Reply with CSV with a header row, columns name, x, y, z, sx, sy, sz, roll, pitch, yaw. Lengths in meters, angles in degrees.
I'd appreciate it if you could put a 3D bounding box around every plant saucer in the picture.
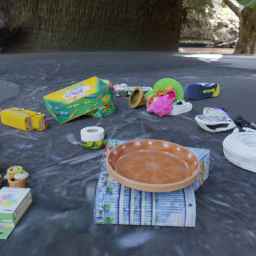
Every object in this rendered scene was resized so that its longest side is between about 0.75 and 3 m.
name,x,y,z,sx,sy,sz,roll,pitch,yaw
plant saucer,0.549,0.829,6.334,2.087,0.337,2.087,2,23,-1

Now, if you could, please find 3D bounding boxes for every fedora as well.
name,x,y,z,sx,sy,sz,roll,pitch,yaw
fedora,0.548,-1.542,14.581,0.531,1.303,1.303,18,11,-26

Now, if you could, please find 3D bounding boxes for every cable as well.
name,x,y,z,sx,sy,sz,roll,pitch,yaw
cable,3.976,0.710,8.704,2.004,0.694,2.004,20,28,40

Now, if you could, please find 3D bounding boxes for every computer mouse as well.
name,x,y,z,sx,sy,sz,roll,pitch,yaw
computer mouse,3.840,-0.141,11.380,2.463,0.540,1.351,1,24,-13

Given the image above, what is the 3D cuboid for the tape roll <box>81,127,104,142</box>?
name,x,y,z,sx,sy,sz,roll,pitch,yaw
tape roll,-1.334,0.232,10.585,0.876,0.306,0.876,0,19,0

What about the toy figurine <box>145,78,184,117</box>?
name,x,y,z,sx,sy,sz,roll,pitch,yaw
toy figurine,1.515,-1.270,13.610,2.117,1.589,1.949,-15,22,27

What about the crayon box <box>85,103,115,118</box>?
name,x,y,z,sx,sy,sz,roll,pitch,yaw
crayon box,-1.620,-0.981,13.670,1.717,0.500,1.020,13,24,33

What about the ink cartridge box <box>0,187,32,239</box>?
name,x,y,z,sx,sy,sz,roll,pitch,yaw
ink cartridge box,-2.678,1.799,6.096,0.679,0.388,1.308,2,20,4

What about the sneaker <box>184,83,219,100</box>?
name,x,y,z,sx,sy,sz,roll,pitch,yaw
sneaker,4.192,-2.217,16.589,2.598,0.961,1.069,-5,16,-31

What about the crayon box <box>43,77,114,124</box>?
name,x,y,z,sx,sy,sz,roll,pitch,yaw
crayon box,-2.281,-1.349,12.963,2.790,0.813,1.657,-26,36,-21

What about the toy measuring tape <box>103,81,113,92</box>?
name,x,y,z,sx,sy,sz,roll,pitch,yaw
toy measuring tape,-1.327,-2.656,17.783,0.942,0.942,2.561,2,20,4

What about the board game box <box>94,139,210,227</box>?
name,x,y,z,sx,sy,sz,roll,pitch,yaw
board game box,0.765,1.193,7.045,2.861,0.883,2.863,0,20,2

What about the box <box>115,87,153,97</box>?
name,x,y,z,sx,sy,sz,roll,pitch,yaw
box,0.338,-2.255,17.346,2.274,0.395,1.251,0,19,-2

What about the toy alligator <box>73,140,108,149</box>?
name,x,y,z,sx,sy,sz,roll,pitch,yaw
toy alligator,-1.284,0.595,9.636,1.260,0.303,0.418,-5,-8,11

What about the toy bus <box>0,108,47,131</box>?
name,x,y,z,sx,sy,sz,roll,pitch,yaw
toy bus,-4.340,-0.353,11.668,2.060,0.670,0.806,13,24,32

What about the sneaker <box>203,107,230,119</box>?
name,x,y,z,sx,sy,sz,roll,pitch,yaw
sneaker,4.199,-0.647,12.640,0.819,0.573,1.647,-6,20,-19

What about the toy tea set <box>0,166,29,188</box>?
name,x,y,z,sx,sy,sz,roll,pitch,yaw
toy tea set,-3.469,1.127,7.511,1.871,0.692,1.113,3,20,9

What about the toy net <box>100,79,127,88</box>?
name,x,y,z,sx,sy,sz,roll,pitch,yaw
toy net,-1.082,-2.841,18.557,2.539,0.490,1.332,11,13,20

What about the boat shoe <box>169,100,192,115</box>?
name,x,y,z,sx,sy,sz,roll,pitch,yaw
boat shoe,2.647,-1.102,13.880,0.662,0.588,1.799,14,24,35
